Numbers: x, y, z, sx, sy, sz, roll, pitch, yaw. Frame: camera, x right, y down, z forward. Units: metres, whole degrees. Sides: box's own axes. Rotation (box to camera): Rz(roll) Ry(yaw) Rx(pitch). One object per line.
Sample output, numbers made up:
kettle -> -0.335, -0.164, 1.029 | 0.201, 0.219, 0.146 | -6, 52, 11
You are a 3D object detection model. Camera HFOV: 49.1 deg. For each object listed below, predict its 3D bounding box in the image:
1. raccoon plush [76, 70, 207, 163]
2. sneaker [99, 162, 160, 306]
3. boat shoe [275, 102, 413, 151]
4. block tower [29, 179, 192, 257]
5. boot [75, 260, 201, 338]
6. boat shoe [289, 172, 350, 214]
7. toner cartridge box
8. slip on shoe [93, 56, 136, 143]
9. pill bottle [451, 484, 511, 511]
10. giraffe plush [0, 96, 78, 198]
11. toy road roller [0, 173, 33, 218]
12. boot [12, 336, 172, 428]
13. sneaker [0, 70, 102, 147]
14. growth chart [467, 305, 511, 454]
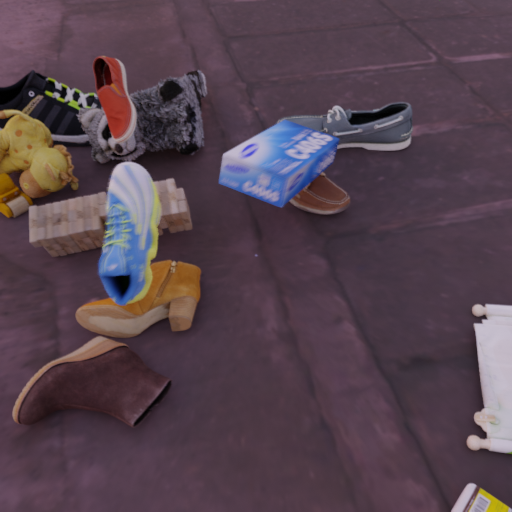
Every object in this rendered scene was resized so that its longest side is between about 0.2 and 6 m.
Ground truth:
raccoon plush -> -2.415, -3.076, 12.672 | 2.339, 1.689, 3.491 | -8, 20, 9
sneaker -> -1.820, -0.247, 8.048 | 0.797, 2.105, 1.106 | -1, 16, -2
boat shoe -> 1.934, -2.998, 12.510 | 3.135, 0.969, 1.141 | 2, 46, 2
block tower -> -2.581, -0.670, 10.062 | 2.730, 0.789, 0.737 | -10, 65, -2
boot -> -1.889, 0.639, 9.287 | 1.917, 0.674, 1.372 | 1, 39, -3
boat shoe -> 0.887, -1.553, 11.215 | 2.224, 0.798, 0.842 | 29, 51, 26
toner cartridge box -> 0.483, -1.724, 9.988 | 1.210, 0.550, 2.548 | 22, 33, 17
slip on shoe -> -2.796, -3.045, 10.874 | 0.696, 0.575, 1.878 | -23, 73, 30
pill bottle -> 2.903, 3.292, 6.630 | 1.135, 0.620, 0.620 | 31, 53, 27
giraffe plush -> -4.351, -1.879, 11.135 | 1.623, 2.001, 1.727 | 51, 30, 2
toy road roller -> -4.891, -1.220, 11.014 | 0.870, 0.635, 0.535 | 33, 54, 28
boot -> -2.283, 1.973, 7.887 | 1.504, 0.654, 1.808 | 27, 48, 26
sneaker -> -4.589, -3.344, 12.478 | 3.608, 1.494, 1.294 | -7, 46, -7
growth chart -> 4.209, 1.788, 8.360 | 2.049, 0.251, 2.831 | 11, 47, 10
